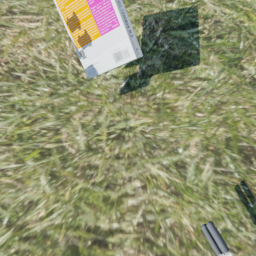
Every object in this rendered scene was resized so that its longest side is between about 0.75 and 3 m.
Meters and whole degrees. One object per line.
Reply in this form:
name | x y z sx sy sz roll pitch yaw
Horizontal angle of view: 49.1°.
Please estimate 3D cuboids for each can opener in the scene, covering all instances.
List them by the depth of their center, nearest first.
can opener | 1.778 2.351 5.381 0.362 0.287 1.090 -4 61 -48

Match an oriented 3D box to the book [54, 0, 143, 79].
book | -0.762 -2.555 6.626 0.578 1.608 2.407 -33 106 -48
